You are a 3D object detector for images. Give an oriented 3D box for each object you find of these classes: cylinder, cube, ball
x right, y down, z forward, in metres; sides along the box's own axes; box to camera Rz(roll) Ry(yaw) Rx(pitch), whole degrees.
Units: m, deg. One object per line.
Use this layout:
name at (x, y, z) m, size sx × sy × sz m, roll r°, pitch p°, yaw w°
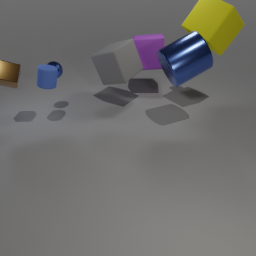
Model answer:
cylinder at (1.929, -2.339, 9.559) m, size 1.400 × 1.400 × 1.400 m, roll -29°, pitch 34°, yaw 1°
cube at (-0.446, -2.819, 12.065) m, size 1.400 × 1.400 × 1.400 m, roll 3°, pitch 37°, yaw 42°
cube at (0.978, -3.574, 13.139) m, size 1.400 × 1.400 × 1.400 m, roll -3°, pitch 25°, yaw 4°
cube at (-4.237, -1.887, 9.933) m, size 0.700 × 0.700 × 0.700 m, roll 10°, pitch -13°, yaw -20°
cube at (3.161, -3.822, 10.415) m, size 1.400 × 1.400 × 1.400 m, roll 14°, pitch 27°, yaw -52°
ball at (-2.961, -2.308, 11.197) m, size 0.700 × 0.700 × 0.700 m, roll 0°, pitch 30°, yaw 0°
cylinder at (-2.924, -1.849, 10.121) m, size 0.700 × 0.700 × 0.700 m, roll 9°, pitch 27°, yaw -5°
